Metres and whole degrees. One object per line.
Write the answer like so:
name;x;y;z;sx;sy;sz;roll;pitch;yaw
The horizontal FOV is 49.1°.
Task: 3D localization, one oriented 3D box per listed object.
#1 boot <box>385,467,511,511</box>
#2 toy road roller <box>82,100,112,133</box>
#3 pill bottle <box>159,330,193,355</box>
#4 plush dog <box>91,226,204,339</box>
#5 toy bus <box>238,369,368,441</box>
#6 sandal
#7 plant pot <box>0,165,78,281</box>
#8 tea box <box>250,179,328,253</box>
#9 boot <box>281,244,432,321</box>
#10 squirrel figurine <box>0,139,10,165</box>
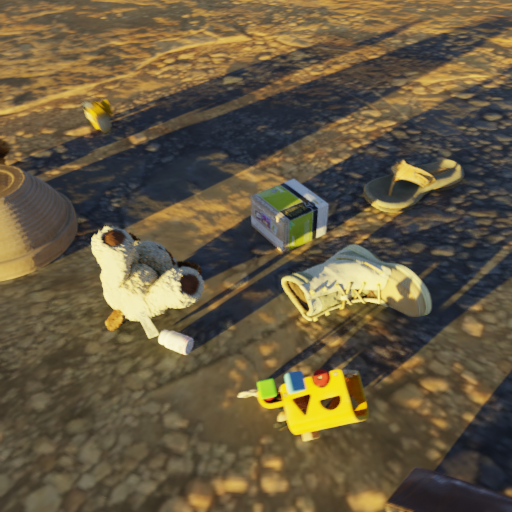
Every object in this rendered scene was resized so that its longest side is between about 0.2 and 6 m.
boot;2.984;3.923;5.805;3.542;1.138;3.301;13;28;11
toy road roller;-4.307;-3.982;15.690;0.729;0.614;0.998;-38;54;-24
pill bottle;-1.358;1.448;9.469;0.531;0.301;0.301;17;43;20
plush dog;-2.013;0.356;10.188;2.073;1.663;1.780;30;26;-5
toy bus;0.745;2.185;8.081;1.615;1.711;0.884;-6;70;-18
sandal;3.686;-1.851;13.060;2.962;0.800;1.190;-21;44;-24
plant pot;-5.325;-0.912;11.499;2.975;1.373;2.975;0;41;0
tea box;0.684;-0.869;11.865;1.193;0.810;1.213;-23;45;-25
boot;1.718;0.665;9.899;1.795;0.836;2.321;-21;32;-24
squirrel figurine;-6.354;-2.363;13.418;0.860;1.134;1.215;-7;40;-8
